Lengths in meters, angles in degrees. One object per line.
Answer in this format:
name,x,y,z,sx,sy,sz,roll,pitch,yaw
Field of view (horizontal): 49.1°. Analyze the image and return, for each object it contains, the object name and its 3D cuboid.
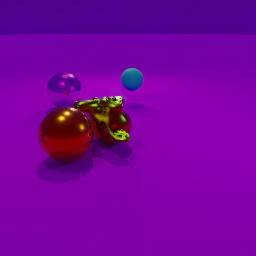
ball,0.153,-1.754,10.204,0.817,0.817,0.817,0,20,0
monkey head,-0.615,-0.153,6.623,1.369,1.147,1.903,-5,7,-24
ball,-2.163,-1.273,9.602,1.231,1.231,1.231,0,20,0
ball,-1.297,0.132,5.900,1.154,1.154,1.154,0,20,0
